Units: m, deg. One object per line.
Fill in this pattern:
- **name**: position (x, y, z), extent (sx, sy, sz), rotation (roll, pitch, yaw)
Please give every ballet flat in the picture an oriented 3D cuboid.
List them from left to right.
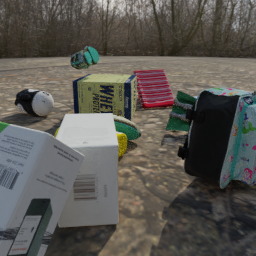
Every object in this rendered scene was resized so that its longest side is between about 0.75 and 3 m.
- **ballet flat**: position (-1.989, -3.145, 12.651), extent (0.978, 0.978, 2.634), rotation (2, 17, 6)
- **ballet flat**: position (-0.850, -0.165, 10.226), extent (2.844, 0.959, 0.887), rotation (5, 41, 13)

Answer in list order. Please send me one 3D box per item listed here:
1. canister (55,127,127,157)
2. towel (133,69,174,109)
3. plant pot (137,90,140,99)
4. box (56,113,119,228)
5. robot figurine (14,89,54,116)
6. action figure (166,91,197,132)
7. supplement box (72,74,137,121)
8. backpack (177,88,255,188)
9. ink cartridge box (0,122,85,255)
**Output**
- **canister**: position (-1.161, 0.423, 8.900), extent (1.912, 0.827, 1.420), rotation (15, 24, 35)
- **towel**: position (1.409, -2.144, 15.044), extent (1.878, 0.292, 2.596), rotation (-5, 60, -15)
- **plant pot**: position (1.134, -2.352, 16.419), extent (1.465, 1.296, 1.465), rotation (0, 19, 0)
- **box**: position (-0.878, 0.780, 6.321), extent (1.221, 1.748, 2.296), rotation (-2, 19, -5)
- **robot figurine**: position (-4.418, -1.233, 13.206), extent (1.932, 1.206, 1.452), rotation (10, 30, 27)
- **action figure**: position (3.066, -0.384, 10.629), extent (2.911, 1.719, 0.796), rotation (16, -10, 12)
- **supplement box**: position (-0.970, -1.526, 13.267), extent (2.562, 1.722, 2.565), rotation (3, 19, 7)
- **backpack**: position (2.769, 0.137, 7.337), extent (2.023, 2.385, 2.687), rotation (15, 15, 29)
- **ink cartridge box**: position (-1.979, 1.176, 4.226), extent (1.729, 2.369, 0.996), rotation (11, -19, 31)
